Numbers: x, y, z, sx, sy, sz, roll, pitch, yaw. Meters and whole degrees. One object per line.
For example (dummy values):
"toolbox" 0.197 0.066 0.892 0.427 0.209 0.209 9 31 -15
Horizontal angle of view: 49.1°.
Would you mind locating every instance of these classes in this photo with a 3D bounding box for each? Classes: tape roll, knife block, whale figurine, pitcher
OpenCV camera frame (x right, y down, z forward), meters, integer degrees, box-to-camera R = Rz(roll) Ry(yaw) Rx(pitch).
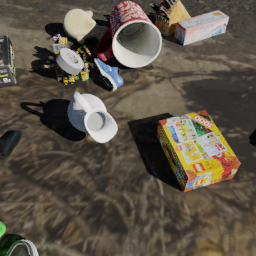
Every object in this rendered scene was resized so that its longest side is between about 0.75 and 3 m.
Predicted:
"tape roll" -2.206 -2.539 10.664 1.049 0.346 1.049 32 34 -25
"knife block" 2.035 -5.631 13.021 0.834 2.289 2.608 35 58 25
"whale figurine" -1.994 -4.634 13.102 2.061 1.069 1.640 15 84 -12
"pitcher" -1.326 -0.571 8.810 1.216 1.721 2.006 -38 30 -9

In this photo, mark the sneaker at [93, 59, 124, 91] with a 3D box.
"sneaker" -0.792 -2.178 11.206 0.778 0.685 1.745 -25 62 -29

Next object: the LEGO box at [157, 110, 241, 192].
"LEGO box" 2.052 0.636 8.568 1.635 0.847 2.196 -13 51 -11

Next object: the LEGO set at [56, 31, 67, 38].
"LEGO set" -3.124 -4.151 13.155 0.605 0.264 0.931 -3 62 0

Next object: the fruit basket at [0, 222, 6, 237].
"fruit basket" -4.077 2.711 6.705 1.385 1.921 1.921 46 54 -14

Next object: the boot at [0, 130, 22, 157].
"boot" -4.071 0.424 9.069 0.886 0.400 1.081 13 54 10

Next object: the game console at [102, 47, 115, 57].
"game console" -0.641 -3.212 12.355 1.255 0.151 0.740 17 51 16

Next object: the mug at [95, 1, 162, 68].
"mug" -0.160 -4.144 11.910 2.601 1.955 2.931 -4 42 -7

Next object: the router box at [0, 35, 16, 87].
"router box" -6.120 -2.525 11.237 2.972 0.923 2.227 -13 50 -10

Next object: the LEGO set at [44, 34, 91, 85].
"LEGO set" -2.340 -2.943 11.379 1.677 1.264 2.182 1 49 1

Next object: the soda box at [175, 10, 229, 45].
"soda box" 3.459 -4.734 13.189 2.500 0.855 0.795 -21 53 -17

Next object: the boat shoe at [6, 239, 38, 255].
"boat shoe" -2.536 3.672 6.025 0.896 0.739 2.612 -1 49 -1
